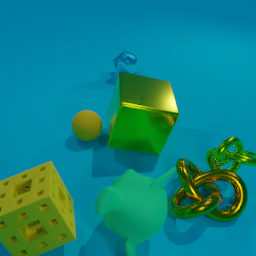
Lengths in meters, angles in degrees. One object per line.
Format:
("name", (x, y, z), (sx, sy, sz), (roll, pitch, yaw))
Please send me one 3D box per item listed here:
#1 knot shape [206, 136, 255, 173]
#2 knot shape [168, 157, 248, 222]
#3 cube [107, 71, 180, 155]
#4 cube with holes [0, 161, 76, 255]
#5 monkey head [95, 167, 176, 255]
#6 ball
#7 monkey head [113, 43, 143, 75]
("knot shape", (2.106, 0.653, 5.913), (1.132, 1.060, 0.523), (17, 57, -22))
("knot shape", (1.606, 1.267, 5.543), (1.464, 0.723, 1.565), (11, 39, 9))
("cube", (0.289, -0.354, 6.818), (1.351, 1.351, 1.351), (10, 41, -12))
("cube with holes", (-1.537, 1.357, 4.650), (0.979, 0.979, 0.979), (-22, 28, -3))
("monkey head", (0.083, 1.323, 4.628), (1.085, 1.295, 1.800), (24, 86, 18))
("ball", (-1.053, -0.062, 7.202), (0.782, 0.782, 0.782), (0, 38, 0))
("monkey head", (-0.074, -2.297, 9.869), (0.836, 1.388, 0.999), (-34, 33, 9))
